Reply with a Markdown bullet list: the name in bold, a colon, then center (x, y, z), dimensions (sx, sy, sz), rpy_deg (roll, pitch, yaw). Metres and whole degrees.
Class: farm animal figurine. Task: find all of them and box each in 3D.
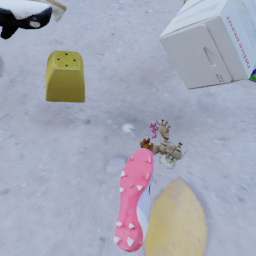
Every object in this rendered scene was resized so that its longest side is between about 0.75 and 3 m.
- **farm animal figurine**: center (0.689, 0.345, 5.526), dimensions (0.930, 0.490, 0.940), rpy_deg (34, 47, 19)

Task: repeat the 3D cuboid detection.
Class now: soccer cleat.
- **soccer cleat**: center (0.111, 0.839, 3.316), dimensions (0.392, 0.450, 1.176), rpy_deg (2, 69, 25)

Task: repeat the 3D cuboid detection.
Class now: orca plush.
- **orca plush**: center (-2.971, -2.389, 6.296), dimensions (2.488, 0.884, 1.309), rpy_deg (-4, 32, -14)

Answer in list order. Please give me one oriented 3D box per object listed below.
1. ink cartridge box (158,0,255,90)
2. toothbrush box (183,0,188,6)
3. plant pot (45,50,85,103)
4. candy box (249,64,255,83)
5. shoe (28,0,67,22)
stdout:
- **ink cartridge box**: center (1.267, -1.359, 3.951), dimensions (0.964, 0.969, 1.333), rpy_deg (-5, 42, 47)
- **toothbrush box**: center (2.252, -3.656, 7.621), dimensions (0.965, 2.241, 1.631), rpy_deg (27, 90, 9)
- **plant pot**: center (-1.560, -1.364, 7.044), dimensions (1.014, 1.044, 1.020), rpy_deg (1, 58, -15)
- **candy box**: center (2.834, -1.666, 5.738), dimensions (1.879, 0.724, 1.589), rpy_deg (5, 63, -39)
- **shoe**: center (-2.588, -3.501, 7.535), dimensions (1.852, 0.494, 0.647), rpy_deg (27, 16, -11)
